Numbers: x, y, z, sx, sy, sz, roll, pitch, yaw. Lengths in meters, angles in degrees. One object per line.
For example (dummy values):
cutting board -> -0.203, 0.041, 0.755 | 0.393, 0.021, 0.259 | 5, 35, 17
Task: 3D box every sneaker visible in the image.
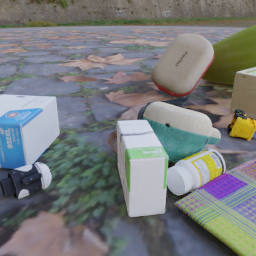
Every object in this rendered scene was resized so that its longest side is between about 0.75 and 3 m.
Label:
sneaker -> 1.143, -0.373, 8.157 | 1.334, 0.768, 2.557 | 1, 20, 15

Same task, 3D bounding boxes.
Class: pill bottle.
pill bottle -> 1.327, 0.869, 5.556 | 1.141, 0.652, 0.652 | -17, 29, -32

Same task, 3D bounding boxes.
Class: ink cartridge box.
ink cartridge box -> -3.386, -0.034, 6.906 | 2.768, 1.159, 2.008 | 3, 24, 7
ink cartridge box -> 0.208, 0.673, 5.334 | 0.677, 1.173, 1.612 | -4, 24, -8

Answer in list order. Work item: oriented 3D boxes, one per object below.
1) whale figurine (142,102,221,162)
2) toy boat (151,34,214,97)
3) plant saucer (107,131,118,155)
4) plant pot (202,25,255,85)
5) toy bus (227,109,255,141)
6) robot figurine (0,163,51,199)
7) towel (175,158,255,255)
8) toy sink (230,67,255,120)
whale figurine -> 1.223, 0.156, 6.794 | 1.922, 1.253, 2.416 | 18, 4, 22
toy boat -> 2.239, -2.356, 11.269 | 1.796, 1.799, 2.752 | 32, 78, 20
plant saucer -> -0.036, 0.426, 6.804 | 1.002, 0.183, 1.002 | 11, 35, -8
plant pot -> 4.612, -2.940, 12.326 | 2.761, 2.583, 2.583 | -4, 18, 35
toy bus -> 3.283, -0.052, 7.745 | 0.892, 0.630, 0.929 | 20, 26, 12
robot figurine -> -1.936, 0.993, 5.364 | 0.908, 0.567, 0.682 | -17, 36, -32
towel -> 2.447, 1.356, 4.894 | 2.766, 0.315, 1.986 | -17, 30, -31
toy sink -> 4.988, -1.282, 9.295 | 2.665, 1.493, 1.737 | -17, 29, -33
